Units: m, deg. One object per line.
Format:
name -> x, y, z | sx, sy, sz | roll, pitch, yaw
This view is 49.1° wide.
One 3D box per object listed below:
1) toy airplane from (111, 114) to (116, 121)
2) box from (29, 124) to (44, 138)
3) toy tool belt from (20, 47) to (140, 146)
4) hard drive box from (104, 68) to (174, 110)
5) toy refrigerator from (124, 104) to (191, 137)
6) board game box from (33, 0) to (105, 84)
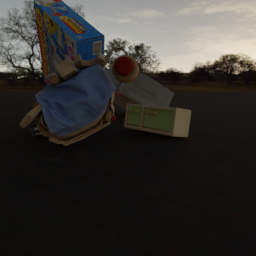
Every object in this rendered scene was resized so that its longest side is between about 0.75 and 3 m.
toy airplane -> -0.989, -0.920, 8.570 | 1.944, 1.944, 0.357 | 9, 36, 46
box -> -1.761, 0.011, 6.288 | 0.790, 0.194, 0.819 | -8, 12, -24
toy tool belt -> -0.740, -0.628, 4.806 | 2.136, 1.334, 1.313 | -36, -7, 4
hard drive box -> 0.063, -1.308, 10.093 | 1.940, 0.956, 2.489 | 27, -6, -31
toy refrigerator -> 0.592, -0.196, 6.267 | 0.546, 0.592, 1.560 | 4, 5, -40
board game box -> -1.465, -1.610, 6.950 | 0.665, 2.381, 2.331 | -22, 50, -27
